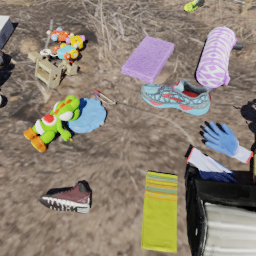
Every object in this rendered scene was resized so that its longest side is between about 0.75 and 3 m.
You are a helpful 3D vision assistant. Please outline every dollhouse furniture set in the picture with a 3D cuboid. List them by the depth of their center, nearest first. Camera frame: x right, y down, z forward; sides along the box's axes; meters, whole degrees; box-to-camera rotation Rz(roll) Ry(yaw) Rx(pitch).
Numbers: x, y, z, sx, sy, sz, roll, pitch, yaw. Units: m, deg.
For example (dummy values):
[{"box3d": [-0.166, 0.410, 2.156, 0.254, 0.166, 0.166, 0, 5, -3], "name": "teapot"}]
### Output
[{"box3d": [-3.000, -2.357, 11.125, 1.489, 0.828, 1.317, 37, 36, 26], "name": "dollhouse furniture set"}]

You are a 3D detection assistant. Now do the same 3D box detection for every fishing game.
[{"box3d": [-1.454, -0.425, 9.728, 1.487, 0.323, 2.077, 34, 67, 24], "name": "fishing game"}]

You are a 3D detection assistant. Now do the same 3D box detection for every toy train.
[{"box3d": [-2.745, -3.419, 11.832, 1.723, 0.638, 2.294, 4, 45, 2], "name": "toy train"}]

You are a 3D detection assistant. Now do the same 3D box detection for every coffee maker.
[{"box3d": [2.900, 2.033, 6.843, 2.709, 1.824, 2.602, 5, 51, 2], "name": "coffee maker"}]

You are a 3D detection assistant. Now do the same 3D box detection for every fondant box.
[{"box3d": [-6.621, -4.284, 12.471, 2.405, 0.700, 1.735, 6, 52, 3], "name": "fondant box"}]

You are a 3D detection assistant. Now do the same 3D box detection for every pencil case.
[{"box3d": [3.524, -2.818, 10.997, 1.230, 1.207, 2.877, 12, 53, 15], "name": "pencil case"}]

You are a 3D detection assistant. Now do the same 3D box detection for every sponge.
[{"box3d": [0.868, -2.876, 11.590, 1.363, 0.364, 2.443, 21, 55, 15], "name": "sponge"}]

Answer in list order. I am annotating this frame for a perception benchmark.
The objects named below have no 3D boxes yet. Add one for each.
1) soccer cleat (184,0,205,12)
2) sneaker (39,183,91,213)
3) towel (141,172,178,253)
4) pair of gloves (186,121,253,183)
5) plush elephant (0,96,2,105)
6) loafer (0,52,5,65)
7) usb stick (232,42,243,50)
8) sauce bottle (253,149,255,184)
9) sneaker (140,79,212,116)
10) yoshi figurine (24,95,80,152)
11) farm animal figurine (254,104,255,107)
[{"box3d": [3.338, -6.251, 14.280, 1.281, 0.414, 0.536, -30, 28, -16], "name": "soccer cleat"}, {"box3d": [-1.708, 1.875, 7.847, 1.405, 0.531, 0.811, 12, 47, -4], "name": "sneaker"}, {"box3d": [0.894, 2.229, 7.712, 0.935, 0.196, 2.173, 4, 52, 4], "name": "towel"}, {"box3d": [2.740, 0.876, 8.336, 1.722, 0.244, 2.142, 37, 64, 3], "name": "pair of gloves"}, {"box3d": [-5.465, -1.264, 9.590, 1.831, 2.223, 1.721, -29, 79, -6], "name": "plush elephant"}, {"box3d": [-6.217, -3.110, 11.462, 2.582, 0.928, 0.813, 5, 48, 8], "name": "loafer"}, {"box3d": [4.291, -3.650, 12.268, 1.452, 0.237, 0.403, 8, 52, 7], "name": "usb stick"}, {"box3d": [4.110, 0.935, 8.454, 0.607, 0.607, 1.837, 13, 54, 10], "name": "sauce bottle"}, {"box3d": [1.669, -1.322, 9.831, 2.528, 1.207, 1.002, 12, 53, 9], "name": "sneaker"}, {"box3d": [-2.285, -0.177, 9.141, 2.023, 1.137, 1.133, -45, 21, -5], "name": "yoshi figurine"}, {"box3d": [5.096, 0.582, 8.177, 2.944, 1.552, 2.977, -2, 64, -25], "name": "farm animal figurine"}]
